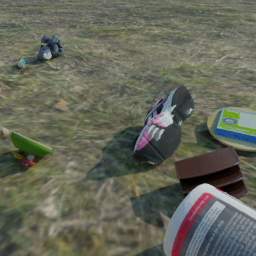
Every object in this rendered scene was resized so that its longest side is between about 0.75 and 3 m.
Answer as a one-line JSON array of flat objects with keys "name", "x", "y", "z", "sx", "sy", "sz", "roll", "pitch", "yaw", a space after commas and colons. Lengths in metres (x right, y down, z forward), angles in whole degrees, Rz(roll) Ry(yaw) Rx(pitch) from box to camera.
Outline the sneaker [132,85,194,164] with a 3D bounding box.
[{"name": "sneaker", "x": 0.780, "y": 0.000, "z": 7.005, "sx": 1.050, "sy": 0.977, "sz": 2.433, "roll": -21, "pitch": 21, "yaw": 51}]

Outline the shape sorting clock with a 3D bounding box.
[{"name": "shape sorting clock", "x": 3.003, "y": -0.004, "z": 7.339, "sx": 1.815, "sy": 0.356, "sz": 1.815, "roll": 0, "pitch": 34, "yaw": 0}]

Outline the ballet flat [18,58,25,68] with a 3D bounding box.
[{"name": "ballet flat", "x": -4.493, "y": -2.693, "z": 11.784, "sx": 0.281, "sy": 0.281, "sz": 0.810, "roll": -7, "pitch": 31, "yaw": -11}]

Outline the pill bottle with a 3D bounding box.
[{"name": "pill bottle", "x": 1.704, "y": 1.795, "z": 3.610, "sx": 2.289, "sy": 1.267, "sz": 1.267, "roll": 27, "pitch": 41, "yaw": 37}]

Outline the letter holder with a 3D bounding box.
[{"name": "letter holder", "x": 1.559, "y": 0.959, "z": 5.285, "sx": 1.166, "sy": 0.586, "sz": 0.829, "roll": -17, "pitch": 35, "yaw": 10}]

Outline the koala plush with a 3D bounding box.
[{"name": "koala plush", "x": -3.543, "y": -3.438, "z": 12.507, "sx": 0.994, "sy": 1.030, "sz": 1.121, "roll": 12, "pitch": 53, "yaw": 36}]

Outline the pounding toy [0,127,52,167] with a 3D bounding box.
[{"name": "pounding toy", "x": -2.411, "y": 0.475, "z": 6.316, "sx": 1.251, "sy": 0.581, "sz": 0.966, "roll": 27, "pitch": -11, "yaw": -22}]
